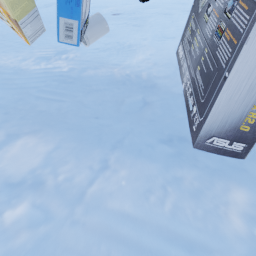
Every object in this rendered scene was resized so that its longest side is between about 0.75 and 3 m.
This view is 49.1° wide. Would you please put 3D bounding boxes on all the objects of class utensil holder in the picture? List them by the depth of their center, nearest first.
[{"bbox_3d":[-1.187,-3.254,9.242,0.931,0.791,0.791,-37,42,-9],"label":"utensil holder"}]

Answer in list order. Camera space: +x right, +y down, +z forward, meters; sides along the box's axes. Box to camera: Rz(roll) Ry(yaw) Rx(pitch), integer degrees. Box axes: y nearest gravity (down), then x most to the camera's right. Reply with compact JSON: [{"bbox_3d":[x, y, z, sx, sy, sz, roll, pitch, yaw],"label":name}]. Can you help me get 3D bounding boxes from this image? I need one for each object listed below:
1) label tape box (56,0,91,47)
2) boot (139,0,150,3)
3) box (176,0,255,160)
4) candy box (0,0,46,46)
[{"bbox_3d":[-1.326,-3.328,7.368,0.637,1.452,2.014,11,46,-4],"label":"label tape box"},{"bbox_3d":[1.114,-4.668,8.965,1.396,1.867,0.702,27,58,8],"label":"boot"},{"bbox_3d":[1.198,-1.183,3.174,0.592,1.939,2.449,13,37,-6],"label":"box"},{"bbox_3d":[-3.060,-3.319,6.965,1.563,2.708,0.749,43,81,-1],"label":"candy box"}]
